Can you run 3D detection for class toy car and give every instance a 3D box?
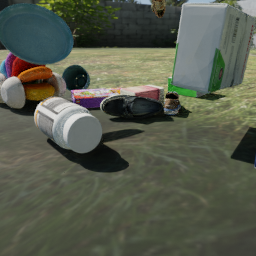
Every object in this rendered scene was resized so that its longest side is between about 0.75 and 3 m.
[{"bbox_3d":[-4.173,-2.131,11.437,2.911,2.183,2.548,17,26,40],"label":"toy car"}]

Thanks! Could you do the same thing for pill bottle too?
[{"bbox_3d":[-1.562,-0.100,7.234,1.143,1.143,1.963,-14,24,-34],"label":"pill bottle"}]

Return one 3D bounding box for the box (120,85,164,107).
[{"bbox_3d":[0.544,-1.128,10.654,1.469,0.800,0.939,-14,24,-35],"label":"box"}]

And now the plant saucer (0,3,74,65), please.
[{"bbox_3d":[-2.854,-2.865,8.691,2.299,2.299,0.315,-14,-17,-34],"label":"plant saucer"}]

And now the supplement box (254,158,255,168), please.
[{"bbox_3d":[4.508,0.092,5.813,2.549,1.713,2.551,-18,26,-41],"label":"supplement box"}]

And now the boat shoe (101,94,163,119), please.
[{"bbox_3d":[0.179,-0.710,9.496,2.164,0.809,0.717,6,6,-12],"label":"boat shoe"}]

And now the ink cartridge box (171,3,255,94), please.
[{"bbox_3d":[2.387,-2.113,7.552,1.130,1.995,2.721,18,21,33],"label":"ink cartridge box"}]

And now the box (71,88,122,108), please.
[{"bbox_3d":[-1.157,-1.266,11.578,2.249,0.440,1.539,-5,20,-15],"label":"box"}]

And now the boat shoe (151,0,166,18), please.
[{"bbox_3d":[0.978,-3.875,8.611,0.475,0.463,1.255,-27,-14,4],"label":"boat shoe"}]

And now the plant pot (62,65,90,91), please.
[{"bbox_3d":[-2.384,-2.292,13.445,1.275,1.275,1.023,3,-1,9],"label":"plant pot"}]

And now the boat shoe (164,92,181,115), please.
[{"bbox_3d":[1.700,-1.033,10.615,0.650,0.651,1.799,2,20,7],"label":"boat shoe"}]

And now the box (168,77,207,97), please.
[{"bbox_3d":[2.945,-2.025,13.280,1.433,0.785,1.624,-20,27,-40],"label":"box"}]
